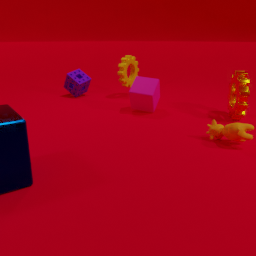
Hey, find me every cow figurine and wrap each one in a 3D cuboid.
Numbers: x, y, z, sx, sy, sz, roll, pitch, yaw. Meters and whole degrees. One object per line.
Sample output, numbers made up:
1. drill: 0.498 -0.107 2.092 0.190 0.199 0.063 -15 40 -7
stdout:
1. cow figurine: 2.439 0.075 6.808 0.935 0.522 0.950 10 -6 3

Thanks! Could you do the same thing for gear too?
1. gear: 0.030 -2.338 11.611 0.237 1.280 1.280 11 22 31
2. gear: 3.401 -1.011 8.687 0.275 1.486 1.486 3 19 6

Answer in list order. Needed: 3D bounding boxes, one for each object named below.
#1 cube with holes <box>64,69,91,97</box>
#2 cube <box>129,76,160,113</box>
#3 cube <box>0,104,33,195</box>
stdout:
1. cube with holes: -2.142 -1.903 11.848 0.739 0.739 0.739 40 44 13
2. cube: 0.578 -1.144 9.505 0.824 0.824 0.824 11 53 17
3. cube: -2.536 0.385 4.951 1.255 1.255 1.255 -12 23 -32
